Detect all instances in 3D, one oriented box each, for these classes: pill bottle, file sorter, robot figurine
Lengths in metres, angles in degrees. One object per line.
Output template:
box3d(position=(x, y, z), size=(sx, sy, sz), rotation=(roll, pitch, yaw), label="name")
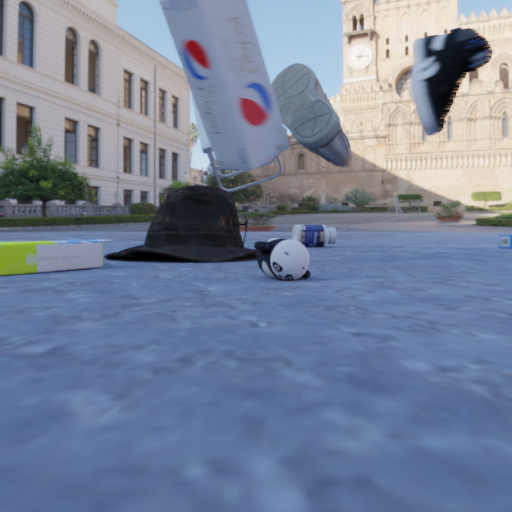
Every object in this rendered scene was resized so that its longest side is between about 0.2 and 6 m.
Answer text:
box3d(position=(1.632, -0.551, 15.682), size=(1.158, 0.642, 0.642), rotation=(-1, 3, -11), label="pill bottle")
box3d(position=(-0.501, -3.284, 15.055), size=(1.839, 1.650, 2.650), rotation=(-17, 47, 3), label="file sorter")
box3d(position=(0.299, 0.043, 6.503), size=(0.588, 0.488, 0.783), rotation=(-8, 6, -20), label="robot figurine")

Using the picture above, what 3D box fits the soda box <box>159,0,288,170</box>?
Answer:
box3d(position=(-0.433, -2.754, 8.677), size=(0.877, 2.754, 0.938), rotation=(11, 38, 47), label="soda box")

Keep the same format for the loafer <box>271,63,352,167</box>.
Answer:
box3d(position=(0.969, -2.561, 10.266), size=(1.058, 0.925, 2.943), rotation=(-36, 37, 16), label="loafer")

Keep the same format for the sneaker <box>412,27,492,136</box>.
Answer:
box3d(position=(3.409, -3.156, 9.652), size=(1.289, 2.304, 0.842), rotation=(-11, -37, 28), label="sneaker")

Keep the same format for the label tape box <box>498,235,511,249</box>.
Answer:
box3d(position=(7.247, -0.379, 14.872), size=(1.214, 0.384, 0.875), rotation=(-1, 3, -16), label="label tape box")

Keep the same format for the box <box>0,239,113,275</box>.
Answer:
box3d(position=(-3.038, -0.012, 7.830), size=(1.094, 0.428, 1.794), rotation=(2, 4, 36), label="box")

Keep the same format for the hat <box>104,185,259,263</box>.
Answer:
box3d(position=(-1.179, -0.641, 10.801), size=(3.455, 1.394, 3.455), rotation=(1, 3, 0), label="hat")
